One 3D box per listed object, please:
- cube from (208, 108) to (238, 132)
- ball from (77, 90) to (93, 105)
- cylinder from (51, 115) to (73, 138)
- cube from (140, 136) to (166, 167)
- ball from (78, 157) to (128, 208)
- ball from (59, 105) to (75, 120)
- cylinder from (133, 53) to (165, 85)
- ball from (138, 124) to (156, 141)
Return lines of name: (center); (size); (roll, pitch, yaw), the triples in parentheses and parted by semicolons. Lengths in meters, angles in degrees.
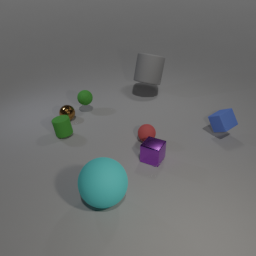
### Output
cube: (3.719, -0.294, 10.987); (0.700, 0.700, 0.700); (-28, 8, -22)
ball: (-1.968, -1.389, 12.818); (0.700, 0.700, 0.700); (0, 30, 0)
cylinder: (-2.616, -0.066, 11.188); (0.700, 0.700, 0.700); (-9, 28, 5)
cube: (0.875, 0.814, 9.787); (0.700, 0.700, 0.700); (15, 33, 24)
ball: (-0.700, 1.519, 7.831); (1.400, 1.400, 1.400); (0, 30, 0)
ball: (-2.679, -0.669, 12.344); (0.700, 0.700, 0.700); (0, 30, 0)
cylinder: (1.077, -2.996, 14.234); (1.400, 1.400, 1.400); (9, 12, -2)
ball: (0.725, 0.194, 10.838); (0.700, 0.700, 0.700); (0, 30, 0)
